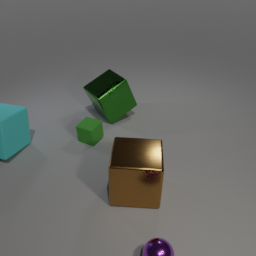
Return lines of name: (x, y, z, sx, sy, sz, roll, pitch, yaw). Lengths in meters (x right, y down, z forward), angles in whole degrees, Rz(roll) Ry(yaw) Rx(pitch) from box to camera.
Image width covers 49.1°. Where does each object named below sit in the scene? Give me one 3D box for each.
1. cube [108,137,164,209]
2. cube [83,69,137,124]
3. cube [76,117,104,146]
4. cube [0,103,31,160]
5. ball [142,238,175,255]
cube: (0.237, 1.227, 7.873, 1.400, 1.400, 1.400, 3, 32, 3)
cube: (-0.725, -1.311, 11.543, 1.400, 1.400, 1.400, -37, 43, -11)
cube: (-1.390, 0.110, 10.274, 0.700, 0.700, 0.700, 15, 41, 24)
cube: (-4.383, 0.059, 9.578, 1.400, 1.400, 1.400, 9, 24, 14)
ball: (0.663, 2.770, 6.118, 0.700, 0.700, 0.700, 0, 32, 0)
